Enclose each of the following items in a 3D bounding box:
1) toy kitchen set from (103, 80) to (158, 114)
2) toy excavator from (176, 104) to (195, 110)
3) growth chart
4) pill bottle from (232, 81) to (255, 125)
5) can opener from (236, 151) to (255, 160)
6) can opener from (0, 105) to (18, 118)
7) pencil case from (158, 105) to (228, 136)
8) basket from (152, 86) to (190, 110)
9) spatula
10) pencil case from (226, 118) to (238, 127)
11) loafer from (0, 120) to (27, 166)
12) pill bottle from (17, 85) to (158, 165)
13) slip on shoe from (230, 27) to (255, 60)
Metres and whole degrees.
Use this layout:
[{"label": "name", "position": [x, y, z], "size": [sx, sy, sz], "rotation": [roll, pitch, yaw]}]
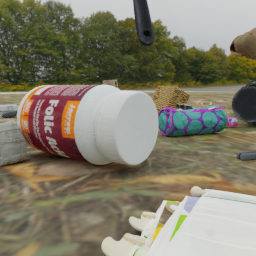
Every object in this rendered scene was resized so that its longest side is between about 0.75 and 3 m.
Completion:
[{"label": "toy kitchen set", "position": [0.023, -0.855, 9.304], "size": [1.722, 1.553, 1.405], "rotation": [-2, 9, 14]}, {"label": "toy excavator", "position": [2.441, -0.394, 9.667], "size": [1.353, 0.676, 1.316], "rotation": [6, 8, -18]}, {"label": "growth chart", "position": [0.799, 0.943, 2.485], "size": [1.572, 0.193, 2.173], "rotation": [5, 11, 32]}, {"label": "pill bottle", "position": [4.673, -0.898, 9.735], "size": [1.513, 1.513, 2.706], "rotation": [8, 12, 41]}, {"label": "can opener", "position": [2.451, 0.445, 5.328], "size": [0.797, 0.267, 0.213], "rotation": [-3, 10, -17]}, {"label": "can opener", "position": [-5.429, -0.651, 11.371], "size": [1.933, 0.516, 0.646], "rotation": [-5, 10, -23]}, {"label": "pencil case", "position": [1.765, -0.228, 7.681], "size": [1.828, 0.845, 0.778], "rotation": [-5, 33, -19]}, {"label": "basket", "position": [2.270, -1.379, 15.243], "size": [1.390, 1.451, 1.947], "rotation": [27, -5, -26]}, {"label": "spatula", "position": [0.205, -2.590, 4.892], "size": [0.782, 2.766, 0.284], "rotation": [2, -19, -18]}, {"label": "pencil case", "position": [3.090, -0.181, 9.012], "size": [0.805, 0.356, 0.356], "rotation": [0, 9, -2]}, {"label": "loafer", "position": [-2.865, 0.114, 5.525], "size": [2.436, 0.850, 0.852], "rotation": [6, 11, 33]}, {"label": "pill bottle", "position": [-0.778, -0.092, 5.119], "size": [2.443, 1.395, 1.395], "rotation": [6, 11, 38]}, {"label": "slip on shoe", "position": [3.578, -2.495, 8.393], "size": [0.725, 0.910, 2.394], "rotation": [-7, 16, 14]}]
